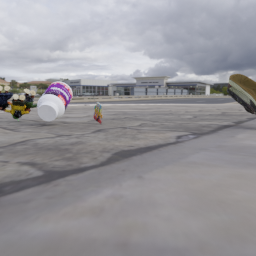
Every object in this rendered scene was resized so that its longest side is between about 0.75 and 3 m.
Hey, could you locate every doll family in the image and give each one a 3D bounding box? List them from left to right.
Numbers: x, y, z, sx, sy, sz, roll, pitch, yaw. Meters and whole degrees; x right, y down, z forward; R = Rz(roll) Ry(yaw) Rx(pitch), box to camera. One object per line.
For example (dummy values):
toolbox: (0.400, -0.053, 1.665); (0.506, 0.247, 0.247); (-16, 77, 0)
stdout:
doll family: (-4.615, -0.842, 10.687); (2.254, 1.303, 0.884); (9, 46, -23)

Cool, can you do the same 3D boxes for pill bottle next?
pill bottle: (-2.547, -0.908, 9.719); (0.924, 0.924, 1.644); (0, 32, 4)

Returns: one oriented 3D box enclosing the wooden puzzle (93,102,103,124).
wooden puzzle: (-1.083, -0.569, 10.082); (0.075, 0.635, 1.070); (5, 15, -24)

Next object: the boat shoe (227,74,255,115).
boat shoe: (4.019, -0.821, 8.752); (0.858, 0.759, 2.343); (-17, 49, -16)
